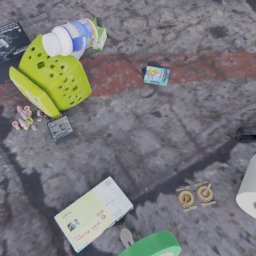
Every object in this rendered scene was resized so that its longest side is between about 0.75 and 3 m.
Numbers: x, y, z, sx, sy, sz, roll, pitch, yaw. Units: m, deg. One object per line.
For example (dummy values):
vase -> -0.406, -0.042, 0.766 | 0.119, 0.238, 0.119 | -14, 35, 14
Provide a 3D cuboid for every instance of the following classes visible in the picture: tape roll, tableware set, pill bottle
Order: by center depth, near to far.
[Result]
tape roll -> 0.477, 3.762, 7.899 | 2.143, 2.143, 0.515 | -25, 51, -13
tape roll -> 4.781, 1.998, 8.811 | 2.269, 2.269, 1.558 | 26, 65, 13
tableware set -> 2.369, 2.356, 9.761 | 1.270, 0.255, 0.840 | -13, 62, -7
pill bottle -> -2.018, -3.111, 9.769 | 1.785, 1.001, 1.001 | -33, 66, -33

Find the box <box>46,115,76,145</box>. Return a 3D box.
box -> -2.581, 0.087, 10.836 | 0.844, 0.520, 0.837 | -23, 64, -12

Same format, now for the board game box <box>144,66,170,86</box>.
board game box -> 1.264, -2.286, 12.284 | 1.007, 0.236, 0.760 | 10, 62, 6

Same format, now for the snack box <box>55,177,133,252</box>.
snack box -> -1.116, 2.840, 9.393 | 2.293, 0.425, 1.332 | -34, 66, -17

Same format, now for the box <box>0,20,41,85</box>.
box -> -5.235, -3.339, 12.303 | 2.040, 1.218, 2.075 | -28, 67, -14

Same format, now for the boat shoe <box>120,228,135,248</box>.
boat shoe -> 0.082, 3.724, 9.003 | 0.371, 0.461, 0.994 | -31, 37, -2

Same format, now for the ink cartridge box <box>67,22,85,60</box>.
ink cartridge box -> -2.539, -4.034, 12.977 | 1.412, 0.311, 1.438 | 29, 83, 15

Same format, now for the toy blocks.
toy blocks -> -3.971, -0.453, 10.968 | 0.958, 0.807, 0.896 | 5, 61, 3

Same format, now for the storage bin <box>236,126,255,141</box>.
storage bin -> 4.640, 0.203, 10.768 | 0.786, 0.531, 0.368 | -2, 62, -1

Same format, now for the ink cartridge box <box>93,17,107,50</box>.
ink cartridge box -> -1.348, -4.314, 12.832 | 0.453, 1.196, 0.884 | 12, 62, 7

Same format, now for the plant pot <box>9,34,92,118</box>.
plant pot -> -3.047, -1.821, 10.969 | 2.265, 2.254, 2.056 | 36, 74, 18
